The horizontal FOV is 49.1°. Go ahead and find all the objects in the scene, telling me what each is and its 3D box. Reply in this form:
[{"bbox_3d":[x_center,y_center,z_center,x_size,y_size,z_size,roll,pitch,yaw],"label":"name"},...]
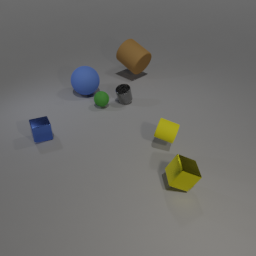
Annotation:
[{"bbox_3d":[-1.204,-1.323,12.731,0.700,0.700,0.700,0,32,0],"label":"ball"},{"bbox_3d":[-0.181,-1.578,13.080,0.700,0.700,0.700,-6,50,7],"label":"cylinder"},{"bbox_3d":[-3.320,0.061,10.687,0.700,0.700,0.700,-14,34,-21],"label":"cube"},{"bbox_3d":[1.337,0.091,9.677,0.700,0.700,0.700,21,36,7],"label":"cylinder"},{"bbox_3d":[-2.090,-2.322,13.696,1.400,1.400,1.400,0,32,0],"label":"ball"},{"bbox_3d":[0.316,-3.876,15.228,1.400,1.400,1.400,43,48,18],"label":"cylinder"},{"bbox_3d":[1.613,1.324,8.255,0.700,0.700,0.700,21,33,-20],"label":"cube"}]
